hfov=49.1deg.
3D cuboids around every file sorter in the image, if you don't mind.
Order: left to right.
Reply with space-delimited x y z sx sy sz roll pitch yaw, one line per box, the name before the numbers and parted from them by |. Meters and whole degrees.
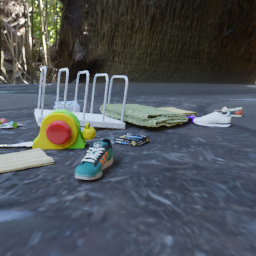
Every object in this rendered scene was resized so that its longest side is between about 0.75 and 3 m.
file sorter | -1.725 -1.130 10.127 2.971 1.850 2.062 3 9 -21

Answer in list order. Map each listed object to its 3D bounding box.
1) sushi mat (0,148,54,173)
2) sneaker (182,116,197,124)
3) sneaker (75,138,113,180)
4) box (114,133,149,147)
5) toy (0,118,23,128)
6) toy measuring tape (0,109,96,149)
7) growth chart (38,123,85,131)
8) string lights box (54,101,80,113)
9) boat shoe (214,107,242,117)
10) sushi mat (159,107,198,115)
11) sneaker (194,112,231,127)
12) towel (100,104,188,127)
sushi mat | -2.850 0.764 5.938 2.366 0.143 1.132 -8 13 -33
sneaker | 2.312 -0.292 10.934 0.790 0.274 0.393 -1 15 18
sneaker | -0.674 0.585 5.647 0.520 0.582 1.458 4 11 12
box | 0.107 0.334 7.939 0.798 0.183 0.634 8 14 33
toy | -4.614 -0.185 10.225 1.296 0.306 0.746 4 12 20
toy measuring tape | -2.336 0.022 7.412 2.955 1.087 1.087 0 11 -2
growth chart | -2.223 -0.030 9.683 1.774 0.217 2.451 -4 12 -20
string lights box | -2.701 -0.769 12.313 1.056 0.606 2.054 -3 12 -13
boat shoe | 4.619 -0.791 12.957 1.333 0.417 0.474 9 16 43
sushi mat | 2.377 -0.833 13.860 1.047 0.132 2.188 -5 12 -23
sneaker | 3.144 -0.352 10.476 1.345 0.541 0.514 1 13 12
towel | 0.530 -0.500 10.737 2.219 0.546 2.991 -3 14 -44
